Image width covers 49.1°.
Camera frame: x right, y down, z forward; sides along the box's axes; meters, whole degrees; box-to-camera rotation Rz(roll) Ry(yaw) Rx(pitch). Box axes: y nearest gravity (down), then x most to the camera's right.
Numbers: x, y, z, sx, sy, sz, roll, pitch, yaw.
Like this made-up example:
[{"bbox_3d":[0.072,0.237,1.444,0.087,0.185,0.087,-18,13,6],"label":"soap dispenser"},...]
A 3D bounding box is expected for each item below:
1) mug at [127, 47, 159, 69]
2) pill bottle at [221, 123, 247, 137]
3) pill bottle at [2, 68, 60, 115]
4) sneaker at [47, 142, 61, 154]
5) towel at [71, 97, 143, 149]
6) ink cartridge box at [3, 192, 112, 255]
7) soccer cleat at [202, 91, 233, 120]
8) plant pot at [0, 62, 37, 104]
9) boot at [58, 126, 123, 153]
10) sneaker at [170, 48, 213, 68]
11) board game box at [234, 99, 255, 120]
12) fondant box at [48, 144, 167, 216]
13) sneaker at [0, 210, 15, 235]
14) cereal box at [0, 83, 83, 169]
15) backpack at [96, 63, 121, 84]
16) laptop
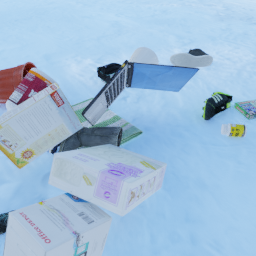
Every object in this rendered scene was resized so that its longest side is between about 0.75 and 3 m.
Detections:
[{"bbox_3d":[0.472,-2.746,13.125,1.359,1.697,1.393,38,51,-3],"label":"mug"},{"bbox_3d":[3.606,0.071,9.566,0.761,0.435,0.435,5,36,7],"label":"pill bottle"},{"bbox_3d":[-3.395,-0.932,9.668,1.170,1.170,2.070,26,79,32],"label":"pill bottle"},{"bbox_3d":[-2.370,0.479,9.080,0.335,0.329,0.869,13,37,14],"label":"sneaker"},{"bbox_3d":[-1.276,-0.145,9.953,2.252,0.345,2.953,-25,42,-32],"label":"towel"},{"bbox_3d":[-1.377,2.180,5.508,1.188,1.182,1.619,27,21,33],"label":"ink cartridge box"},{"bbox_3d":[3.424,-0.882,10.661,0.846,0.705,2.088,12,33,29],"label":"soccer cleat"},{"bbox_3d":[-4.541,-1.674,11.118,1.679,1.726,1.726,-4,35,8],"label":"plant pot"},{"bbox_3d":[-1.127,0.502,8.628,1.709,0.620,1.554,12,61,8],"label":"boot"},{"bbox_3d":[3.122,-3.642,14.551,2.315,0.818,1.148,-3,33,-14],"label":"sneaker"},{"bbox_3d":[5.056,-0.774,10.949,1.444,0.210,0.972,-10,36,-13],"label":"board game box"},{"bbox_3d":[-0.332,1.092,6.853,1.879,0.758,2.604,17,9,22],"label":"fondant box"},{"bbox_3d":[-2.853,2.214,6.613,1.241,0.468,0.492,6,26,-7],"label":"sneaker"},{"bbox_3d":[-2.548,-0.027,7.854,2.243,1.613,0.443,-35,45,-12],"label":"cereal box"},{"bbox_3d":[-0.737,-2.489,12.797,1.119,0.858,0.984,-34,48,-22],"label":"backpack"},{"bbox_3d":[0.291,-0.847,8.614,1.701,2.747,2.934,39,85,3],"label":"laptop"}]
